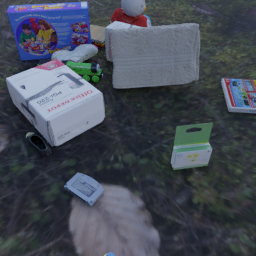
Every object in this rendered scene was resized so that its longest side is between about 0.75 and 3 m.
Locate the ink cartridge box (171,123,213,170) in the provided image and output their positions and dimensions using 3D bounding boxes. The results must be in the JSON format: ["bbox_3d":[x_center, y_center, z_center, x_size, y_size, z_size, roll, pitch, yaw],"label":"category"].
[{"bbox_3d":[1.572,0.471,6.814,0.921,1.266,0.304,-6,44,-6],"label":"ink cartridge box"}]

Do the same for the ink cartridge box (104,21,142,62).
[{"bbox_3d":[0.135,-3.013,10.348,1.844,1.337,0.772,21,48,21],"label":"ink cartridge box"}]

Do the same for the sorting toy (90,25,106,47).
[{"bbox_3d":[-1.344,-3.879,11.914,1.178,0.413,1.185,17,47,18],"label":"sorting toy"}]

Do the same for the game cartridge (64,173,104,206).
[{"bbox_3d":[-1.013,1.425,6.637,0.855,0.178,0.570,27,46,25],"label":"game cartridge"}]

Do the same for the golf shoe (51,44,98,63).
[{"bbox_3d":[-1.920,-2.597,10.523,1.793,0.675,0.821,-20,59,-12],"label":"golf shoe"}]

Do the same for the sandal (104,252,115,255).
[{"bbox_3d":[0.081,2.872,4.877,0.689,0.629,1.582,-21,55,-29],"label":"sandal"}]

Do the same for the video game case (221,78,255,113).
[{"bbox_3d":[4.322,-1.046,9.147,2.263,0.197,1.618,4,45,3],"label":"video game case"}]

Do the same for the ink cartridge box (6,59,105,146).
[{"bbox_3d":[-2.152,-0.851,8.328,1.838,1.070,2.524,-31,54,-28],"label":"ink cartridge box"}]

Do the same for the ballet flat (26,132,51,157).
[{"bbox_3d":[-2.417,0.388,7.594,1.065,0.302,0.354,34,54,30],"label":"ballet flat"}]

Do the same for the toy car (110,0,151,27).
[{"bbox_3d":[0.317,-4.768,11.479,1.769,2.000,1.844,21,48,-4],"label":"toy car"}]

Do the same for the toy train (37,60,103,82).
[{"bbox_3d":[-2.039,-2.042,9.846,2.334,0.658,0.487,4,44,5],"label":"toy train"}]

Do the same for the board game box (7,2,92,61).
[{"bbox_3d":[-2.821,-3.633,10.594,2.819,1.895,0.631,-5,44,-6],"label":"board game box"}]

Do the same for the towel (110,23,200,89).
[{"bbox_3d":[0.902,-2.332,9.120,2.916,1.932,0.503,-4,22,-3],"label":"towel"}]
